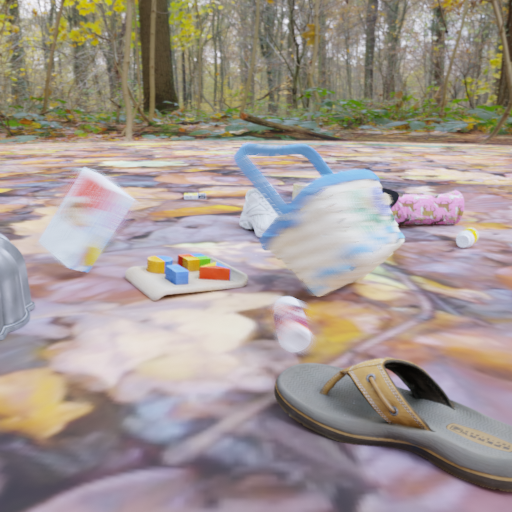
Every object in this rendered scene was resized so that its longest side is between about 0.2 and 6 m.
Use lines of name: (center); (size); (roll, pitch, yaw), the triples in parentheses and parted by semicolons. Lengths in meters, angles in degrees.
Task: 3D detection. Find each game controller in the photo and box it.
game controller: (2.456, -1.070, 13.610); (1.232, 0.497, 2.361); (12, 40, 43)

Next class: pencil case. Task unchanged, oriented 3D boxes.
pencil case: (4.245, -1.239, 14.654); (2.224, 0.921, 0.962); (-3, -16, -7)

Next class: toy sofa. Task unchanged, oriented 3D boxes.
toy sofa: (1.887, -1.797, 16.823); (1.010, 0.857, 2.071); (12, 18, 22)

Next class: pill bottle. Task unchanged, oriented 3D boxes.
pill bottle: (0.430, 0.837, 6.986); (0.392, 0.392, 0.686); (-2, 32, -7)
pill bottle: (4.687, -0.387, 12.476); (0.386, 0.386, 0.685); (10, 18, 33)

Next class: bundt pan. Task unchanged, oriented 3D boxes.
bundt pan: (-4.795, 0.243, 7.889); (3.179, 1.193, 3.179); (7, 15, -2)

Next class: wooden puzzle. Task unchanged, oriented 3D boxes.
wooden puzzle: (-1.265, 0.275, 9.978); (1.764, 0.408, 1.634); (-9, 18, -30)

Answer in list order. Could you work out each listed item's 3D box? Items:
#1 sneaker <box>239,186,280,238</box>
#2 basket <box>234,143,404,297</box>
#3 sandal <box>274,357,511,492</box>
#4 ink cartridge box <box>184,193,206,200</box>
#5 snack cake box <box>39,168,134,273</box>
sneaker: (0.288, -1.128, 13.587); (0.966, 1.232, 2.480); (-9, 17, -29)
basket: (1.066, -0.833, 9.414); (2.707, 1.883, 2.387); (50, 34, 16)
sandal: (1.386, 1.382, 5.276); (2.600, 0.710, 1.063); (12, 19, 37)
ink cartridge box: (-2.082, -2.044, 19.068); (0.746, 0.177, 0.755); (-2, 17, -6)
snack cake box: (-3.099, -0.642, 10.199); (0.940, 1.634, 0.549); (36, 5, 24)
